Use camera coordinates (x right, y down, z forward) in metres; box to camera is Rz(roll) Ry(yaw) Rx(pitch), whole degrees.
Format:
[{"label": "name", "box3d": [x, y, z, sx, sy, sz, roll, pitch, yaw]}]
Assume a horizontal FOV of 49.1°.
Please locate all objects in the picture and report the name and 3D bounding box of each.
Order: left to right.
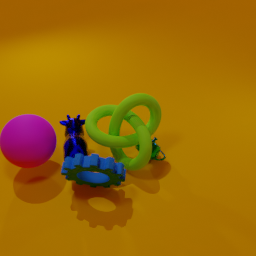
[{"label": "ball", "box3d": [-2.369, 0.314, 6.701, 1.284, 1.284, 1.284, 0, 38, 0]}, {"label": "cow figurine", "box3d": [-1.351, 0.290, 7.140, 0.765, 1.371, 1.393, -3, -3, -11]}, {"label": "gear", "box3d": [-0.750, 0.973, 6.179, 1.382, 1.382, 0.256, 3, 60, 4]}, {"label": "knot shape", "box3d": [-0.009, 0.170, 6.840, 1.895, 1.773, 0.876, -13, -3, 4]}, {"label": "teapot", "box3d": [0.534, 0.446, 7.360, 1.151, 0.716, 0.564, 43, 96, 21]}]
